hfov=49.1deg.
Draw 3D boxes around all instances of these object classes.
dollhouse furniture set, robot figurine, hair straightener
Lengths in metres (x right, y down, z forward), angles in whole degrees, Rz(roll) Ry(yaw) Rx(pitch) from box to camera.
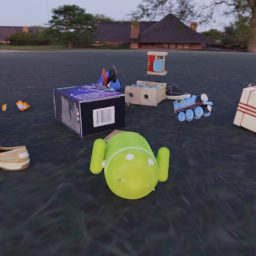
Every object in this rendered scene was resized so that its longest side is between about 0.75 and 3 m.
[{"bbox_3d":[0.933,-2.594,14.399,1.712,2.444,1.722,8,21,22],"label":"dollhouse furniture set"},{"bbox_3d":[0.039,0.850,6.654,1.838,1.212,2.095,11,17,-10],"label":"robot figurine"},{"bbox_3d":[-0.628,-2.079,11.858,0.910,0.484,2.364,-18,-8,-8],"label":"hair straightener"}]

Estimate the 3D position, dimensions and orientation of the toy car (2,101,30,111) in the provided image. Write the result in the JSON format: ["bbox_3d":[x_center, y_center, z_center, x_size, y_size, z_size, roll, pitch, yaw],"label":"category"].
[{"bbox_3d":[-5.238,-0.910,13.112,1.186,0.582,0.395,-13,62,11],"label":"toy car"}]

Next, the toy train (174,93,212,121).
[{"bbox_3d":[2.406,-0.770,10.468,0.662,0.872,1.527,-2,-10,-38],"label":"toy train"}]

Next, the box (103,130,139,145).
[{"bbox_3d":[-0.243,0.356,9.638,0.945,0.123,1.156,8,21,19],"label":"box"}]

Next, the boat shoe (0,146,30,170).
[{"bbox_3d":[-3.722,0.713,7.711,1.970,0.750,0.706,-1,20,-4],"label":"boat shoe"}]

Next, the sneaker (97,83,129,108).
[{"bbox_3d":[-0.939,-1.544,13.389,1.000,1.152,2.600,-15,25,-36],"label":"sneaker"}]

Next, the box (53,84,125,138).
[{"bbox_3d":[-1.564,-0.798,11.011,1.929,1.360,2.607,-14,25,-33],"label":"box"}]

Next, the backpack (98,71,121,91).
[{"bbox_3d":[-1.075,-2.663,16.760,1.103,1.068,1.314,-37,32,-14],"label":"backpack"}]

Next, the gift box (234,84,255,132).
[{"bbox_3d":[5.070,-0.680,10.521,1.744,1.610,1.629,-11,31,-41],"label":"gift box"}]

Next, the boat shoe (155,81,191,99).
[{"bbox_3d":[2.347,-2.107,15.518,0.958,0.799,2.567,-13,25,-37],"label":"boat shoe"}]
